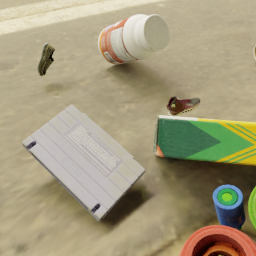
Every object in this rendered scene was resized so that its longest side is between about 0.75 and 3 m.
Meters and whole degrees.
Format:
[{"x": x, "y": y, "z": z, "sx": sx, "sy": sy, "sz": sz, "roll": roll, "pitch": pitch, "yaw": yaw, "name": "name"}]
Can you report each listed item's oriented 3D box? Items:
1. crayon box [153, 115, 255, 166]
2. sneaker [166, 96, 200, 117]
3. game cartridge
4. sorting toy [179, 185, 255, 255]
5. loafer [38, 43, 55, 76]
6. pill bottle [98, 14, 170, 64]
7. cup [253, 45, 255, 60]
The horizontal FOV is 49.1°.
[{"x": 2.016, "y": 0.310, "z": 5.553, "sx": 2.981, "sy": 1.892, "sz": 0.757, "roll": 4, "pitch": 86, "yaw": 5, "name": "crayon box"}, {"x": 1.390, "y": -0.657, "z": 7.156, "sx": 0.894, "sy": 0.516, "sz": 0.338, "roll": -28, "pitch": 35, "yaw": 4, "name": "sneaker"}, {"x": -0.869, "y": 0.617, "z": 5.705, "sx": 2.175, "sy": 0.417, "sz": 1.410, "roll": 41, "pitch": 58, "yaw": 12, "name": "game cartridge"}, {"x": 1.967, "y": 1.761, "z": 4.316, "sx": 2.669, "sy": 1.096, "sz": 1.604, "roll": -29, "pitch": 39, "yaw": -3, "name": "sorting toy"}, {"x": -2.412, "y": -1.994, "z": 8.328, "sx": 0.356, "sy": 1.021, "sz": 0.384, "roll": 20, "pitch": 26, "yaw": -3, "name": "loafer"}, {"x": 0.151, "y": -2.689, "z": 8.545, "sx": 1.278, "sy": 1.278, "sz": 2.278, "roll": -31, "pitch": 21, "yaw": -29, "name": "pill bottle"}, {"x": 4.884, "y": -2.551, "z": 9.381, "sx": 0.736, "sy": 1.029, "sz": 1.029, "roll": 11, "pitch": 33, "yaw": -37, "name": "cup"}]
